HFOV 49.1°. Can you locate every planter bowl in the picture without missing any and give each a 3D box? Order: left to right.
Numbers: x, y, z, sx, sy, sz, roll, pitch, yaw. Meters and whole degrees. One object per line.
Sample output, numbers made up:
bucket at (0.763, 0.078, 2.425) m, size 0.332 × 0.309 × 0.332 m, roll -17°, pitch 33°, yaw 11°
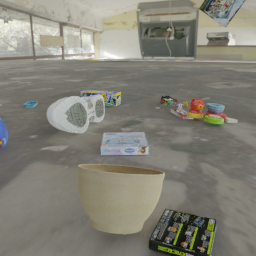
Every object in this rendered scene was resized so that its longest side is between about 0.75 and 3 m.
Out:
planter bowl at (-0.122, 0.941, 3.792) m, size 1.177 × 0.792 × 1.177 m, roll 5°, pitch -4°, yaw 0°

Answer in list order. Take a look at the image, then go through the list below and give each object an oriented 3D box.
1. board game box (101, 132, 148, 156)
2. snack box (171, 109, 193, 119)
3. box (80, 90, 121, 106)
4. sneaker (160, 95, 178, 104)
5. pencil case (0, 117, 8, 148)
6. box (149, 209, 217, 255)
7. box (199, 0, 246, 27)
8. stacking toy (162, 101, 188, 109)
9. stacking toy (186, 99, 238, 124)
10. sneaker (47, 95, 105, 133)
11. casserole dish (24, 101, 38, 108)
board game box at (-0.092, 0.373, 6.924) m, size 1.101 × 0.227 × 1.099 m, roll 0°, pitch 17°, yaw -1°
snack box at (1.918, -0.511, 10.001) m, size 0.392 × 0.133 × 1.091 m, roll -1°, pitch 17°, yaw -15°
box at (-1.169, -1.278, 11.858) m, size 1.671 × 0.537 × 0.585 m, roll 6°, pitch 18°, yaw 18°
sneaker at (1.763, -1.231, 11.995) m, size 0.763 × 0.373 × 0.270 m, roll 5°, pitch 15°, yaw 10°
pencil case at (-3.881, 0.221, 5.981) m, size 2.429 × 1.055 × 0.948 m, roll -19°, pitch -18°, yaw -47°
box at (0.741, 1.388, 3.673) m, size 0.747 × 0.184 × 0.774 m, roll 9°, pitch 18°, yaw 20°
box at (2.914, -3.864, 8.182) m, size 0.988 × 1.447 × 0.273 m, roll 43°, pitch 37°, yaw 13°
stacking toy at (1.913, -0.948, 11.400) m, size 0.881 × 0.207 × 0.664 m, roll 7°, pitch 17°, yaw 29°
stacking toy at (2.825, -0.593, 9.245) m, size 1.423 × 0.601 × 1.289 m, roll -3°, pitch 17°, yaw -30°
sneaker at (-1.778, -0.431, 8.550) m, size 1.379 × 1.081 × 2.774 m, roll -1°, pitch 7°, yaw 19°
casserole dish at (-3.980, -0.964, 11.497) m, size 0.457 × 0.146 × 0.754 m, roll 0°, pitch 16°, yaw -1°
